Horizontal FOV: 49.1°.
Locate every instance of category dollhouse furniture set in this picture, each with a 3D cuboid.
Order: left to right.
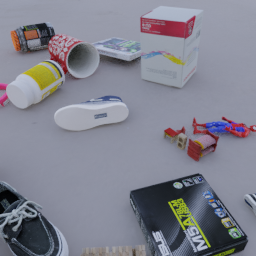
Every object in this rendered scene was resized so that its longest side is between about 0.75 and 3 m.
[{"bbox_3d":[2.053,0.301,9.318,0.878,0.664,1.632,-25,44,-29],"label":"dollhouse furniture set"}]

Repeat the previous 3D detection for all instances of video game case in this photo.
[{"bbox_3d":[-0.365,-4.403,15.355,2.713,0.348,2.984,19,32,23],"label":"video game case"}]

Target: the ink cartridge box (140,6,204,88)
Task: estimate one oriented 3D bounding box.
[{"bbox_3d":[1.929,-3.681,12.671,2.118,2.929,2.128,17,40,25],"label":"ink cartridge box"}]

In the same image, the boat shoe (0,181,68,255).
[{"bbox_3d":[-2.451,2.084,6.375,1.061,0.981,2.874,-36,46,-23],"label":"boat shoe"}]

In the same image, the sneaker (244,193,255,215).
[{"bbox_3d":[3.543,2.067,7.258,0.565,0.369,1.011,-10,37,-12],"label":"sneaker"}]

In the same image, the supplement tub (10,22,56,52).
[{"bbox_3d":[-5.295,-5.084,15.750,2.254,1.381,1.381,-19,41,-23],"label":"supplement tub"}]

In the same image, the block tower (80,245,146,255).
[{"bbox_3d":[-0.336,2.883,6.171,1.452,0.420,0.392,-3,37,-3],"label":"block tower"}]

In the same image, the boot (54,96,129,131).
[{"bbox_3d":[-1.383,-0.623,10.479,2.668,0.970,1.205,-5,26,-13],"label":"boot"}]

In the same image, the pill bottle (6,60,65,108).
[{"bbox_3d":[-3.774,-1.815,11.564,1.290,1.290,2.258,17,40,21],"label":"pill bottle"}]

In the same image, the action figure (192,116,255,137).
[{"bbox_3d":[3.459,-0.034,9.908,2.229,0.576,0.729,5,35,2],"label":"action figure"}]

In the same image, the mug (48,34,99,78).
[{"bbox_3d":[-3.002,-3.583,13.609,2.274,1.710,2.562,-22,39,-28],"label":"mug"}]

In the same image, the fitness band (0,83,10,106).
[{"bbox_3d":[-5.613,-1.353,11.738,1.391,0.363,1.937,3,36,5],"label":"fitness band"}]

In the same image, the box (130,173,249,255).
[{"bbox_3d":[1.375,2.238,6.914,2.136,0.526,2.212,-9,38,-16],"label":"box"}]
